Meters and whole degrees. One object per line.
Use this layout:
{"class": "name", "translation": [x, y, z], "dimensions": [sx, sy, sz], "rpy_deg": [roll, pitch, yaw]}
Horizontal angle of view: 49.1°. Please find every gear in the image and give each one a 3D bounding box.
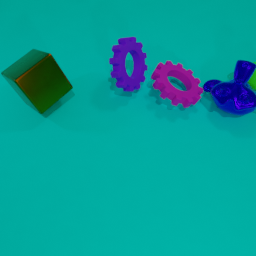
{"class": "gear", "translation": [0.046, -1.791, 7.919], "dimensions": [0.274, 1.481, 1.481], "rpy_deg": [7, 50, 35]}
{"class": "gear", "translation": [1.411, -1.273, 8.016], "dimensions": [1.519, 0.281, 1.519], "rpy_deg": [13, 51, -17]}

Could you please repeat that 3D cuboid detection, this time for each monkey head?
{"class": "monkey head", "translation": [3.001, -1.074, 7.616], "dimensions": [1.996, 1.436, 1.203], "rpy_deg": [22, 15, 22]}

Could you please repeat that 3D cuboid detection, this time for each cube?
{"class": "cube", "translation": [-2.478, -1.300, 7.676], "dimensions": [1.169, 1.169, 1.169], "rpy_deg": [-45, 41, -18]}

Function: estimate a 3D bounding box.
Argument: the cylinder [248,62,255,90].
{"class": "cylinder", "translation": [3.659, -1.529, 8.235], "dimensions": [0.727, 0.727, 0.727], "rpy_deg": [-12, 13, 3]}
